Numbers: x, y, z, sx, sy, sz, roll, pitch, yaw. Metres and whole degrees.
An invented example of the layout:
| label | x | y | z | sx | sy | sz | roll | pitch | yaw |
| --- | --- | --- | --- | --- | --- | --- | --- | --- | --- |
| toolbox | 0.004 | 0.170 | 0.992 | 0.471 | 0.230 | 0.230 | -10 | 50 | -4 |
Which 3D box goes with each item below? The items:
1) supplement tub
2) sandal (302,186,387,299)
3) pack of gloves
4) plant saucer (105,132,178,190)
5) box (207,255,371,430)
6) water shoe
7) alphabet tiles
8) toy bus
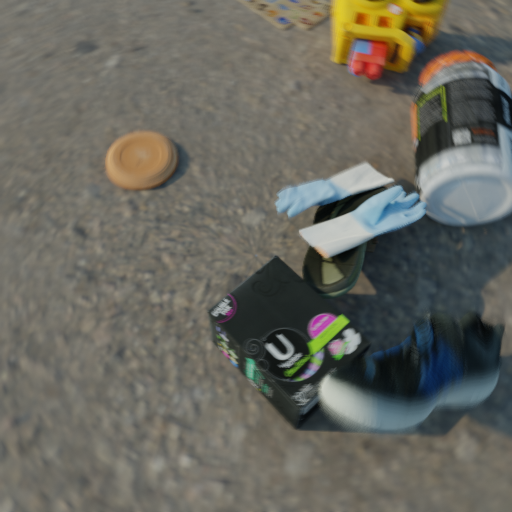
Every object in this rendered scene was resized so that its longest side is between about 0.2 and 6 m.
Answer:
| label | x | y | z | sx | sy | sz | roll | pitch | yaw |
| --- | --- | --- | --- | --- | --- | --- | --- | --- | --- |
| supplement tub | 3.750 | -2.157 | 10.119 | 1.772 | 1.772 | 2.893 | 6 | 60 | 3 |
| sandal | 1.514 | -0.235 | 9.482 | 1.175 | 0.844 | 2.958 | -5 | 38 | 32 |
| pack of gloves | 1.546 | -0.977 | 9.258 | 2.245 | 0.443 | 1.886 | -21 | 43 | -22 |
| plant saucer | -2.228 | -1.884 | 10.864 | 1.394 | 0.225 | 1.394 | 0 | 60 | 1 |
| box | 0.437 | 1.284 | 8.397 | 1.458 | 1.220 | 1.963 | -38 | 66 | -20 |
| water shoe | 2.155 | 1.353 | 7.538 | 3.273 | 1.291 | 1.170 | -1 | 16 | -40 |
| alphabet tiles | 0.788 | -6.226 | 13.520 | 1.857 | 0.084 | 2.222 | -38 | 67 | -21 |
| toy bus | 2.755 | -4.666 | 11.863 | 2.333 | 1.583 | 2.239 | 8 | 73 | 1 |
